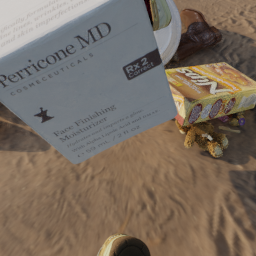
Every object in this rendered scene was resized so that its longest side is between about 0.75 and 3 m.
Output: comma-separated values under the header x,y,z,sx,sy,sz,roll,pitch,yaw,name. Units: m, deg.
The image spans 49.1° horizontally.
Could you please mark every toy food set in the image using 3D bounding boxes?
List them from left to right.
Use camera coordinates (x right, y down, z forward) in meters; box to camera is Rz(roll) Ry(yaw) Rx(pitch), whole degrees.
x,y,z,sx,sy,sz,roll,pitch,yaw,name
2.969,-0.442,8.069,0.828,0.205,1.303,12,50,11,toy food set

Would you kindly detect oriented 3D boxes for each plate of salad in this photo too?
x,y,z,sx,sy,sz,roll,pitch,yaw,name
0.386,-3.162,9.062,2.794,2.794,0.671,-14,19,-12,plate of salad

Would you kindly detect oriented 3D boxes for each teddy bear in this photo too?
x,y,z,sx,sy,sz,roll,pitch,yaw,name
1.915,0.204,7.391,1.505,0.502,1.091,21,59,8,teddy bear

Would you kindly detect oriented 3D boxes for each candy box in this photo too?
x,y,z,sx,sy,sz,roll,pitch,yaw,name
2.170,-1.043,7.795,2.778,0.768,1.604,-13,43,-29,candy box

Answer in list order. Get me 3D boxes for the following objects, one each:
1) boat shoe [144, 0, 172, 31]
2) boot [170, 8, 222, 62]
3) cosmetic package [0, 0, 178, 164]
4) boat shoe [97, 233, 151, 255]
x,y,z,sx,sy,sz,roll,pitch,yaw,name
0.264,-2.745,5.592,0.565,0.630,1.703,-38,101,-32,boat shoe
1.908,-3.476,10.441,2.411,0.774,2.247,-28,55,-18,boot
-0.790,-1.232,4.784,2.249,2.729,2.252,-27,55,4,cosmetic package
-0.415,3.191,4.380,1.054,1.120,2.942,28,67,-18,boat shoe
